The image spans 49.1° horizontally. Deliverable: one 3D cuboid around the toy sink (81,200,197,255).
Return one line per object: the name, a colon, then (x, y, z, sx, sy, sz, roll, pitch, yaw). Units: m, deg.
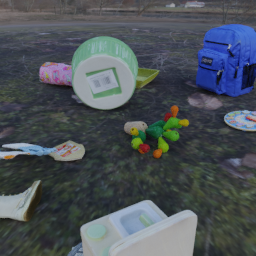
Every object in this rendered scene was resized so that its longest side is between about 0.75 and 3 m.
toy sink: (0.083, 1.747, 3.818, 1.180, 1.811, 1.014, -15, 30, -27)

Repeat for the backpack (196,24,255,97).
backpack: (4.450, -3.078, 12.616, 2.456, 2.927, 2.378, -18, 32, -34)

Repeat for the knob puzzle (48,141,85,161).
knob puzzle: (-1.657, 0.714, 7.909, 1.096, 0.152, 1.096, 0, 25, 0)

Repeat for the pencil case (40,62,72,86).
pencil case: (-3.018, -2.563, 13.762, 2.633, 1.151, 1.151, 11, 28, 20)

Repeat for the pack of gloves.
pack of gloves: (-2.841, 0.679, 7.048, 1.838, 0.363, 1.544, 3, 4, 39)

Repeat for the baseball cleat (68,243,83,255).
baseball cleat: (-0.559, 2.107, 4.643, 0.694, 0.455, 1.305, 13, 29, 26)

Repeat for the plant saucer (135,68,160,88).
plant saucer: (0.219, -2.583, 14.375, 2.227, 0.534, 2.230, 12, 29, 24)

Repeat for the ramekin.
ramekin: (-0.909, -1.996, 10.795, 2.670, 2.670, 1.304, -1, 37, -1)

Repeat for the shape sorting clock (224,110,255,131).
shape sorting clock: (4.204, -0.291, 9.839, 1.562, 0.306, 1.562, 0, 25, 0)

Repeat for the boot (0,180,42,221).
boot: (-2.366, 1.506, 5.972, 0.874, 0.407, 1.130, 0, 27, 2)

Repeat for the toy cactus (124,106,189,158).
toy cactus: (0.646, 0.036, 8.497, 1.908, 1.183, 2.313, 10, 34, 41)
